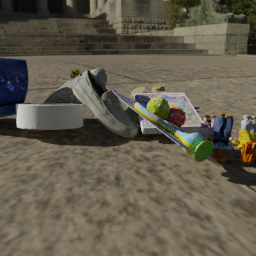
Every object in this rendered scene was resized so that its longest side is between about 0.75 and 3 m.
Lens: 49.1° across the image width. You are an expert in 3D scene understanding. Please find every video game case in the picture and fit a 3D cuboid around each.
[{"bbox_3d":[1.160,-0.527,8.540,1.739,0.219,2.428,-2,29,-4],"label":"video game case"}]

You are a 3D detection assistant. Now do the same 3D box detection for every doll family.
[{"bbox_3d":[2.335,0.252,6.332,1.766,1.096,0.796,7,-10,20],"label":"doll family"}]

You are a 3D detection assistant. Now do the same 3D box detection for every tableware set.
[{"bbox_3d":[0.862,-1.271,10.988,1.626,0.189,1.359,-13,40,9],"label":"tableware set"}]

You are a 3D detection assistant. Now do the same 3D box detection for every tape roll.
[{"bbox_3d":[-2.267,-0.377,8.236,1.927,0.674,1.927,0,6,0],"label":"tape roll"}]

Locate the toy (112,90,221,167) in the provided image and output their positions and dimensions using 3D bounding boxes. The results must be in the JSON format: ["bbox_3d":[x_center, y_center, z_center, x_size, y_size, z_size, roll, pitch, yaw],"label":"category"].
[{"bbox_3d":[0.929,-0.244,6.451,1.590,0.652,2.761,25,15,-40],"label":"toy"}]

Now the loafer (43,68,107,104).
[{"bbox_3d":[-1.812,-1.158,9.451,2.648,0.926,0.924,-25,30,18],"label":"loafer"}]

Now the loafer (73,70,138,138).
[{"bbox_3d":[-0.602,-0.699,8.061,2.458,0.858,0.860,42,27,15],"label":"loafer"}]

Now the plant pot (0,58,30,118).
[{"bbox_3d":[-4.300,-1.123,8.702,1.922,1.728,1.922,-6,9,21],"label":"plant pot"}]

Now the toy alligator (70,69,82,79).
[{"bbox_3d":[-1.687,-1.765,8.963,0.209,0.288,0.868,42,15,-6],"label":"toy alligator"}]

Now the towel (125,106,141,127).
[{"bbox_3d":[0.944,-0.366,9.121,2.269,0.414,1.684,7,20,10],"label":"towel"}]
